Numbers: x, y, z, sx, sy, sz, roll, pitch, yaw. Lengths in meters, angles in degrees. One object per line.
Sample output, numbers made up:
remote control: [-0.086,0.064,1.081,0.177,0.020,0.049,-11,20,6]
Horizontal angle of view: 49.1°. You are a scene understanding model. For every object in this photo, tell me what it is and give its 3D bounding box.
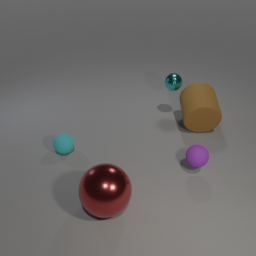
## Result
ball: [2.114,0.854,8.553,0.700,0.700,0.700,0,33,0]
cylinder: [2.759,-0.788,10.772,1.400,1.400,1.400,0,47,1]
ball: [-2.223,0.546,9.652,0.700,0.700,0.700,0,33,0]
ball: [-0.595,1.628,7.362,1.400,1.400,1.400,0,33,0]
ball: [1.783,-1.795,10.980,0.700,0.700,0.700,0,33,0]
